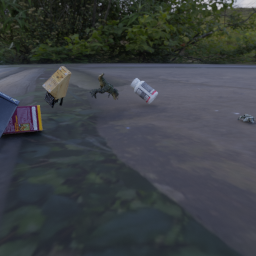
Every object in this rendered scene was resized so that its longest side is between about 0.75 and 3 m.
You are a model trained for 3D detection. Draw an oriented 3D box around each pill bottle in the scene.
[{"bbox_3d":[0.646,-1.556,11.601,1.093,0.605,0.605,40,25,7],"label":"pill bottle"}]

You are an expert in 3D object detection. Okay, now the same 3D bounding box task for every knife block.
[{"bbox_3d":[-2.481,-1.400,10.182,0.444,1.386,1.217,42,-4,19],"label":"knife block"}]

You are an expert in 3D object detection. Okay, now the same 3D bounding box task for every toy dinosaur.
[{"bbox_3d":[-0.951,-1.429,10.268,0.870,0.469,1.975,-31,-20,6],"label":"toy dinosaur"}]

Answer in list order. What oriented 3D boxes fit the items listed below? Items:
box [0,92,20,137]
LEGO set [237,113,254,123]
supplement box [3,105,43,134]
[{"bbox_3d":[-3.247,-0.287,6.404,1.004,1.273,0.325,30,13,-22],"label":"box"},{"bbox_3d":[3.944,-0.316,8.868,0.949,0.269,0.616,8,11,31],"label":"LEGO set"},{"bbox_3d":[-3.025,-0.214,7.610,1.274,0.703,0.546,-6,1,-20],"label":"supplement box"}]
